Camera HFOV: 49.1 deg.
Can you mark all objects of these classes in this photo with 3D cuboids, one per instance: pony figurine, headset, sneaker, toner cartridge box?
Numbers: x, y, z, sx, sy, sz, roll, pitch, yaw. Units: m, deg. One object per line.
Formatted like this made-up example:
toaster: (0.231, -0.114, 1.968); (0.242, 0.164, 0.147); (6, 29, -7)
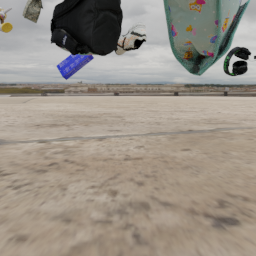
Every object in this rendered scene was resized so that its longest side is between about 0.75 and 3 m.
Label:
pony figurine: (-3.873, -2.593, 7.431); (1.857, 1.602, 1.923); (-35, 35, -1)
headset: (4.045, -2.324, 9.749); (1.616, 0.998, 0.759); (-18, 36, -27)
sneaker: (0.051, -3.407, 11.304); (0.699, 0.759, 1.896); (-4, -16, -36)
toner cartridge box: (-2.217, -2.763, 11.739); (1.515, 0.720, 0.327); (-36, -28, 6)

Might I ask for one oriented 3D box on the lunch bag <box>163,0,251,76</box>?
lunch bag: (2.016, -2.905, 6.973); (1.609, 2.247, 2.638); (14, -29, 28)

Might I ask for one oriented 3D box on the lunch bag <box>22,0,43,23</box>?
lunch bag: (-3.045, -3.916, 9.071); (0.504, 0.858, 0.704); (17, 17, -32)

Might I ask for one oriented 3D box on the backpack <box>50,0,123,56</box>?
backpack: (-1.443, -3.335, 9.312); (1.732, 2.283, 2.736); (9, 3, -42)
